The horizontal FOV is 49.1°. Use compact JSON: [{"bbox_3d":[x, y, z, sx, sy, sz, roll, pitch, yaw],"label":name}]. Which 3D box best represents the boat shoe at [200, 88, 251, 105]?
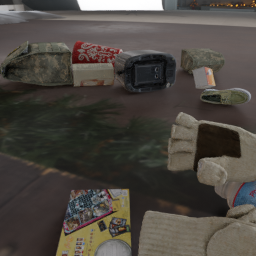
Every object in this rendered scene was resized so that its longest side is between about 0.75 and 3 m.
[{"bbox_3d":[3.185,-0.983,9.264,1.583,0.570,0.491,5,31,32],"label":"boat shoe"}]

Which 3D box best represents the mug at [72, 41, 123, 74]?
[{"bbox_3d":[-1.356,-2.861,12.415,2.009,1.784,1.341,9,-15,8],"label":"mug"}]

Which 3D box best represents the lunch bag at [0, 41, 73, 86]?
[{"bbox_3d":[-3.670,-2.603,11.139,2.652,1.559,2.175,-6,25,-16],"label":"lunch bag"}]

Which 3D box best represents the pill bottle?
[{"bbox_3d":[2.196,1.226,4.671,0.766,0.766,1.408,-18,32,-31],"label":"pill bottle"}]

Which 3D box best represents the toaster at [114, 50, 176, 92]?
[{"bbox_3d":[0.496,-2.202,10.653,2.481,1.410,1.603,-11,25,-19],"label":"toaster"}]

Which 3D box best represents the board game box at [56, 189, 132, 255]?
[{"bbox_3d":[-0.491,1.605,4.479,1.081,0.276,1.595,0,28,-1],"label":"board game box"}]

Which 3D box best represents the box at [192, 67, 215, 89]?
[{"bbox_3d":[2.493,-1.625,9.170,0.420,0.601,0.789,-12,-2,34],"label":"box"}]

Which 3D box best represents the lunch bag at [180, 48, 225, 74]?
[{"bbox_3d":[3.285,-2.954,12.472,1.445,1.036,1.761,-3,23,-6],"label":"lunch bag"}]

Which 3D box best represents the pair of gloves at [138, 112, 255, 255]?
[{"bbox_3d":[1.571,1.050,4.166,2.406,0.496,2.830,14,54,12],"label":"pair of gloves"}]

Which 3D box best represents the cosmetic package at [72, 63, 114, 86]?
[{"bbox_3d":[-1.393,-2.138,11.191,1.601,0.698,0.827,-3,32,-10],"label":"cosmetic package"}]
